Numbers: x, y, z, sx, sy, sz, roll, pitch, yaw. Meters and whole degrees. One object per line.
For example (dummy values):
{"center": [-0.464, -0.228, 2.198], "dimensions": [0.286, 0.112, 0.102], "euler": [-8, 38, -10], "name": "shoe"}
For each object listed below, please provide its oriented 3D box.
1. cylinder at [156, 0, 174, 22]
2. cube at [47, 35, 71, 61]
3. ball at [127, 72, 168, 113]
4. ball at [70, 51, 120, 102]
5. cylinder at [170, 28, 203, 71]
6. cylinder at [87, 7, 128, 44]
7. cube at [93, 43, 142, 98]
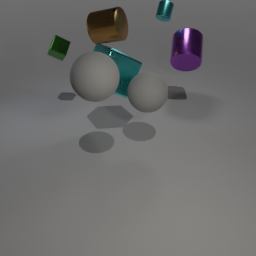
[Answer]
{"center": [1.676, -5.331, 12.774], "dimensions": [0.700, 0.700, 0.700], "euler": [14, 1, 0], "name": "cylinder"}
{"center": [-2.968, -3.424, 12.025], "dimensions": [0.700, 0.700, 0.700], "euler": [21, -14, -22], "name": "cube"}
{"center": [0.675, -1.226, 9.630], "dimensions": [1.400, 1.400, 1.400], "euler": [0, 31, 0], "name": "ball"}
{"center": [-0.939, -1.441, 7.924], "dimensions": [1.400, 1.400, 1.400], "euler": [0, 31, 0], "name": "ball"}
{"center": [2.670, -3.530, 12.718], "dimensions": [1.400, 1.400, 1.400], "euler": [5, 69, 9], "name": "cylinder"}
{"center": [-0.880, -4.480, 12.335], "dimensions": [1.400, 1.400, 1.400], "euler": [-1, 28, 23], "name": "cylinder"}
{"center": [-0.597, -2.130, 10.371], "dimensions": [1.400, 1.400, 1.400], "euler": [17, 13, -34], "name": "cube"}
